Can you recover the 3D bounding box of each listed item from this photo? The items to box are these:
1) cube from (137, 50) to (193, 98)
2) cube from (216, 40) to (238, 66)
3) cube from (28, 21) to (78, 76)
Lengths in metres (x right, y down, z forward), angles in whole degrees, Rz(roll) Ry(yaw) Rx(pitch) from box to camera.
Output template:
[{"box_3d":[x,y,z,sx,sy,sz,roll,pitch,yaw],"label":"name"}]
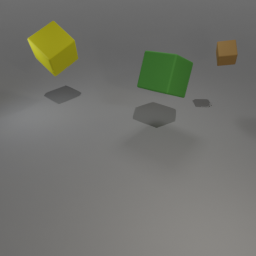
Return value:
[{"box_3d":[1.414,-2.027,10.646,1.400,1.400,1.400,19,10,36],"label":"cube"},{"box_3d":[3.890,-2.961,11.074,0.700,0.700,0.700,-3,70,12],"label":"cube"},{"box_3d":[-3.197,-3.414,12.148,1.400,1.400,1.400,-43,78,-16],"label":"cube"}]
